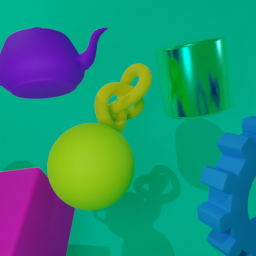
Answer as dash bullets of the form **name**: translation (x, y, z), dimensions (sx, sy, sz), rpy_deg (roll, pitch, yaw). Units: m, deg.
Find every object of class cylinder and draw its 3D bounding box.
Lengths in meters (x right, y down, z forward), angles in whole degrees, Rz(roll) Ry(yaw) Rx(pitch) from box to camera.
- **cylinder**: translation (1.323, -1.013, 5.658), dimensions (1.375, 1.375, 1.375), rpy_deg (-13, 104, -5)

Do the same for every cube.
- **cube**: translation (-1.847, 1.632, 4.422), dimensions (1.390, 1.390, 1.390), rpy_deg (-9, 46, 14)

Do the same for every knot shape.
- **knot shape**: translation (-0.138, -0.415, 4.882), dimensions (0.633, 1.369, 1.281), rpy_deg (34, 41, 8)

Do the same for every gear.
- **gear**: translation (1.553, 0.716, 3.237), dimensions (1.690, 0.312, 1.690), rpy_deg (-5, 101, -28)

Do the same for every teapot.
- **teapot**: translation (-1.111, -0.918, 3.761), dimensions (1.818, 1.130, 0.890), rpy_deg (-10, 84, 5)

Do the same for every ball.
- **ball**: translation (-0.507, 0.532, 3.939), dimensions (1.206, 1.206, 1.206), rpy_deg (0, 69, 0)
